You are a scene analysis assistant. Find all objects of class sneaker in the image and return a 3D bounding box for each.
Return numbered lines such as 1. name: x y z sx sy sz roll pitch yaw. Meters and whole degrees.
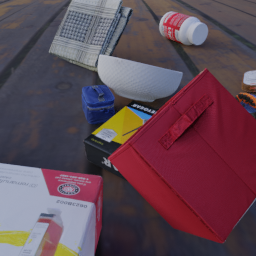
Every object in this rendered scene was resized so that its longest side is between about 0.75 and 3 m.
1. sneaker: 3.710 -0.348 7.106 0.856 0.822 2.183 -8 36 -22

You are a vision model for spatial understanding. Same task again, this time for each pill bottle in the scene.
1. pill bottle: 2.633 -4.688 13.297 1.271 1.271 2.264 -18 37 -26

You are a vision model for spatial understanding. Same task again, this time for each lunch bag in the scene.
1. lunch bag: -0.814 -0.690 7.604 0.794 0.773 1.169 -11 34 -16

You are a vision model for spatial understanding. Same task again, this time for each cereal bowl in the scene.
1. cereal bowl: 0.272 -1.374 8.093 2.442 1.017 2.442 12 12 -2

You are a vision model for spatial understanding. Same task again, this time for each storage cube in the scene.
1. storage cube: 0.813 0.392 3.782 1.408 1.647 1.480 -43 88 -18

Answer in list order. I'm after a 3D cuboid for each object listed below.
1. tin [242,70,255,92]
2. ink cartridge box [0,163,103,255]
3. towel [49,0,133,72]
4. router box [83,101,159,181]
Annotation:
1. tin: 4.202 -1.592 9.308 0.780 0.291 1.392 -5 29 28
2. ink cartridge box: -1.402 1.568 3.209 1.848 1.062 2.546 7 25 2
3. towel: -1.521 -3.751 10.782 2.898 2.790 0.500 24 -3 25
4. router box: 0.598 0.418 5.864 2.449 0.625 1.826 22 45 28
